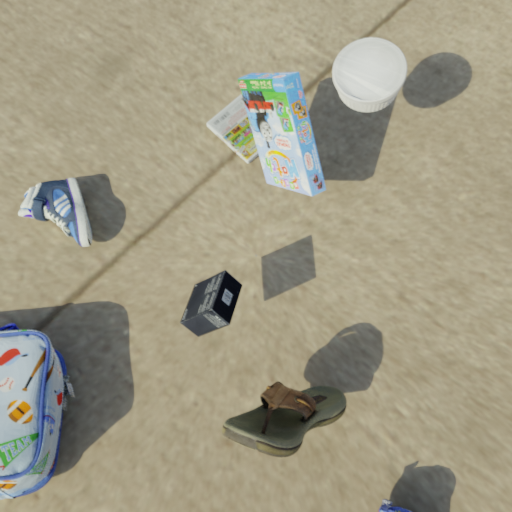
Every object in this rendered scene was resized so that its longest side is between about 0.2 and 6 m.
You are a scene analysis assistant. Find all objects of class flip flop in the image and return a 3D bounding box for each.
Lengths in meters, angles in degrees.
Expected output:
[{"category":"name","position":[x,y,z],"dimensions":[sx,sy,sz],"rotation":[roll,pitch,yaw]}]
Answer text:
[{"category":"flip flop","position":[0.488,2.150,8.021],"dimensions":[1.070,2.639,0.760],"rotation":[12,100,37]}]

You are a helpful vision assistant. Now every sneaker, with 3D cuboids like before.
[{"category":"sneaker","position":[-3.777,-0.712,10.433],"dimensions":[1.164,0.641,1.590],"rotation":[-16,63,-11]}]

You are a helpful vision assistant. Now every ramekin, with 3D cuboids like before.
[{"category":"ramekin","position":[1.898,-2.997,9.467],"dimensions":[1.229,0.572,1.229],"rotation":[-2,75,7]}]

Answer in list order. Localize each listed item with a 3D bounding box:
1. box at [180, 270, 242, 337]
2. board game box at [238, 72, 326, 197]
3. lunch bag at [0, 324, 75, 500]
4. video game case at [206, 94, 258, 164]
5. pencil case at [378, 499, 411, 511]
[{"category":"box","position":[-0.680,0.729,8.561],"dimensions":[0.416,0.727,0.798],"rotation":[43,43,-26]},{"category":"board game box","position":[0.439,-2.132,9.757],"dimensions":[0.371,2.028,1.534],"rotation":[-28,27,-21]},{"category":"lunch bag","position":[-4.515,2.391,8.629],"dimensions":[3.231,1.221,2.589],"rotation":[-5,58,-5]},{"category":"video game case","position":[-0.115,-2.739,11.589],"dimensions":[1.367,0.156,1.244],"rotation":[-43,77,-13]},{"category":"pencil case","position":[2.000,4.584,7.733],"dimensions":[0.836,0.930,2.141],"rotation":[11,65,6]}]
